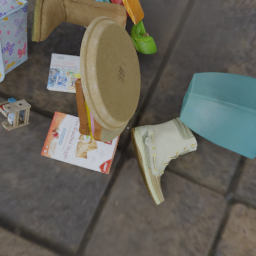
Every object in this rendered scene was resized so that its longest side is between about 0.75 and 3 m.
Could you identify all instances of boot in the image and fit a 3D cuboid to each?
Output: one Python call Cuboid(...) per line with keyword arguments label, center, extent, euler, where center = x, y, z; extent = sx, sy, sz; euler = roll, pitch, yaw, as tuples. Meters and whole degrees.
Cuboid(label="boot", center=(1.141, 0.866, 7.829), extent=(1.710, 0.797, 2.212), euler=(-15, 84, -7))
Cuboid(label="boot", center=(-1.182, -2.812, 7.248), extent=(2.360, 0.780, 2.067), euler=(9, 56, -18))

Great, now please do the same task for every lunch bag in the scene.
Cuboid(label="lunch bag", center=(-3.810, -2.284, 7.406), extent=(1.502, 2.004, 2.363), euler=(31, 48, 6))

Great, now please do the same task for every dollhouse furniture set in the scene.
Cuboid(label="dollhouse furniture set", center=(-3.344, -0.540, 7.894), extent=(0.963, 0.679, 0.675), euler=(39, 40, 21))

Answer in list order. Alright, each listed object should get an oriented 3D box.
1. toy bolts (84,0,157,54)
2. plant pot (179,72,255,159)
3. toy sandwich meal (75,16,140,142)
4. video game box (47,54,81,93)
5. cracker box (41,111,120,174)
Cuboid(label="toy bolts", center=(-0.518, -3.093, 8.065), extent=(1.644, 2.264, 2.370), euler=(-27, 62, 6))
Cuboid(label="plant pot", center=(2.598, -0.522, 7.441), extent=(2.182, 1.541, 1.542), euler=(19, 46, 4))
Cuboid(label="toy sandwich meal", center=(-0.577, -1.170, 6.857), extent=(1.006, 2.938, 2.938), euler=(0, 78, 26))
Cuboid(label="video game box", center=(-1.771, -1.644, 8.542), extent=(1.208, 0.283, 1.101), euler=(7, 82, 1))
Cuboid(label="cracker box", center=(-1.311, 0.426, 8.034), extent=(1.948, 0.562, 1.305), euler=(15, 80, 2))
